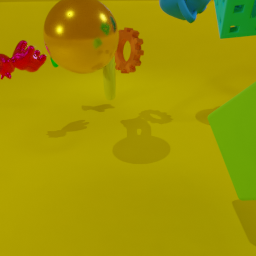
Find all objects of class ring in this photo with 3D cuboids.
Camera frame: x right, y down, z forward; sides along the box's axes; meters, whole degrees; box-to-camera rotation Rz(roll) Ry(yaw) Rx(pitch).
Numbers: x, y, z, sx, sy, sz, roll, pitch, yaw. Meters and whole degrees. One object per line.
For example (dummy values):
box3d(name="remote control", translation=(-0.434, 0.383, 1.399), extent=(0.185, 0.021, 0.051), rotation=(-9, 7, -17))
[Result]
box3d(name="ring", translation=(-0.433, -1.293, 6.593), extent=(0.257, 1.286, 1.286), rotation=(-2, 27, -1))

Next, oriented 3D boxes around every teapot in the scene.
box3d(name="teapot", translation=(1.393, -3.053, 6.327), extent=(1.288, 1.015, 2.072), rotation=(-28, 38, 41))

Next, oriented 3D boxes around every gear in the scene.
box3d(name="gear", translation=(-0.029, -1.987, 7.235), extent=(0.208, 1.124, 1.124), rotation=(-7, 26, -36))

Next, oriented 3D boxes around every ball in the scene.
box3d(name="ball", translation=(-0.832, -1.655, 5.053), extent=(1.339, 1.339, 1.339), rotation=(0, 27, 0))

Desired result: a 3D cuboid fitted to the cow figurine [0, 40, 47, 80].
box3d(name="cow figurine", translation=(-2.537, -1.510, 6.568), extent=(0.581, 1.042, 1.059), rotation=(36, 2, 23))

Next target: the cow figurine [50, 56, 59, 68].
box3d(name="cow figurine", translation=(-1.774, -2.059, 8.129), extent=(0.913, 0.509, 0.928), rotation=(26, 52, 39))

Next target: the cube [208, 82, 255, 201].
box3d(name="cube", translation=(1.927, 0.087, 3.352), extent=(1.213, 1.213, 1.213), rotation=(-14, -13, -14))

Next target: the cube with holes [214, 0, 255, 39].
box3d(name="cube with holes", translation=(2.008, -2.267, 4.258), extent=(1.169, 1.169, 1.169), rotation=(-3, 64, 9))
